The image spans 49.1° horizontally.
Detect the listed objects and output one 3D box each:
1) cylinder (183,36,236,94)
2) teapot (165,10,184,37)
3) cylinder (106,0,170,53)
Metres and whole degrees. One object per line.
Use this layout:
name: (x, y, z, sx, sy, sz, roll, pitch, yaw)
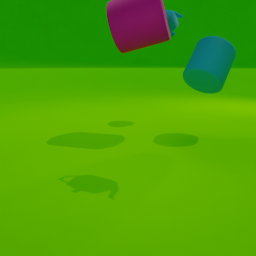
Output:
cylinder: (1.982, -1.523, 6.845, 1.000, 1.000, 1.000, 25, -17, 8)
teapot: (1.187, -3.133, 8.583, 0.714, 1.458, 0.907, 42, -15, -14)
cylinder: (0.272, -2.586, 6.782, 1.259, 1.259, 1.259, -12, 10, 15)
